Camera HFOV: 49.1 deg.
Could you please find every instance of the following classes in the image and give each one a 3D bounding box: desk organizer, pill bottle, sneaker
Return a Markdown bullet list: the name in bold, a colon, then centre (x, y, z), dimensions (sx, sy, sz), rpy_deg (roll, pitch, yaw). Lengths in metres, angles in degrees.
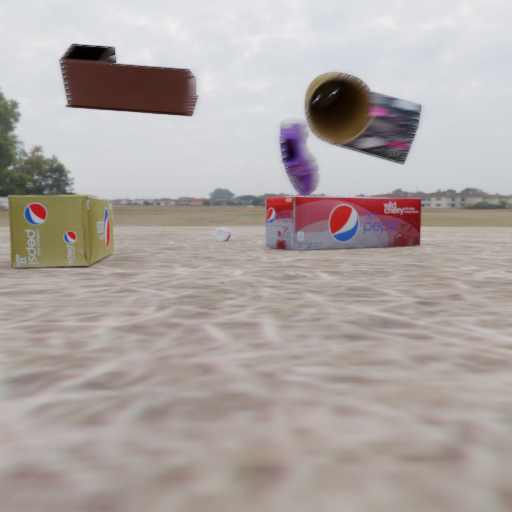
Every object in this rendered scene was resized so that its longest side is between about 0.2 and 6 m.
- **desk organizer**: centre (-2.937, -4.142, 13.171), dimensions (3.014, 1.160, 1.081), rpy_deg (4, 42, 1)
- **pill bottle**: centre (-1.081, -0.704, 18.396), dimensions (0.463, 0.463, 0.846), rpy_deg (1, 4, 9)
- **sneaker**: centre (1.034, -2.590, 15.534), dimensions (1.006, 2.494, 1.040), rpy_deg (1, 48, 24)

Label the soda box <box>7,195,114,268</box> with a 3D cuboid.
- **soda box**: centre (-3.339, -0.475, 10.063), dimensions (1.183, 1.118, 3.493), rpy_deg (-2, 5, -8)

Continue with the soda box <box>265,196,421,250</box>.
- **soda box**: centre (2.335, -0.874, 14.554), dimensions (4.156, 1.318, 1.455), rpy_deg (-3, 5, -30)

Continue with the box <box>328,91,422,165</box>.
- **box**: centre (2.408, -2.676, 11.403), dimensions (1.610, 0.923, 1.064), rpy_deg (18, 44, 6)

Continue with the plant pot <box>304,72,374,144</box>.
- **plant pot**: centre (1.264, -2.612, 9.367), dimensions (1.114, 1.114, 1.195), rpy_deg (0, 31, -7)
